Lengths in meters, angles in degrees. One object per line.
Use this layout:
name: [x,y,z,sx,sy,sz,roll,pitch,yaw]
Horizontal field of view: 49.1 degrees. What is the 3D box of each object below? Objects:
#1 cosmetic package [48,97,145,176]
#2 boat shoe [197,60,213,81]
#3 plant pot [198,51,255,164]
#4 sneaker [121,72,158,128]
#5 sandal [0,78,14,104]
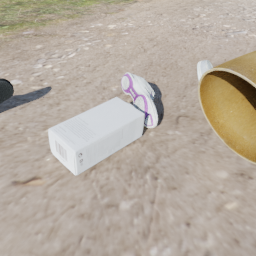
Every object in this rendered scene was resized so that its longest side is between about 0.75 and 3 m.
cosmetic package: [-0.797,0.130,7.640,2.413,0.893,1.227,-27,48,-34]
boat shoe: [2.860,-1.110,8.659,0.925,0.804,2.509,19,49,-48]
plant pot: [3.673,-0.933,6.836,2.841,2.648,2.648,-32,43,-13]
sneaker: [0.589,-0.943,8.987,1.076,0.809,2.161,3,52,-37]
sandal: [-4.741,-0.831,8.822,2.366,0.889,0.566,-28,43,-10]
